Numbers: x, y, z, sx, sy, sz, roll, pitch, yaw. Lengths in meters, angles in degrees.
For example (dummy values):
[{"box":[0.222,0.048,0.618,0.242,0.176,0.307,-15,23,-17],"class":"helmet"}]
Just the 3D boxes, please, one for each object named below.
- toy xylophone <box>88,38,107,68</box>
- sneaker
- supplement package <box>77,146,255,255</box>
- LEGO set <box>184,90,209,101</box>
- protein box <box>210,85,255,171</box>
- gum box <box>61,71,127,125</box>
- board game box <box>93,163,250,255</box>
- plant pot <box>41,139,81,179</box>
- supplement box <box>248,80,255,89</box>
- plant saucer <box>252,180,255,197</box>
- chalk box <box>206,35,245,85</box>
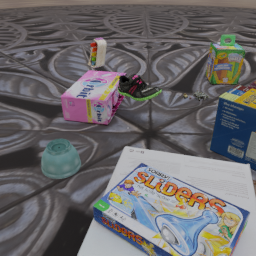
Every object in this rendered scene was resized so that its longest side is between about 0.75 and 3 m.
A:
[{"box":[-1.026,-2.427,9.186,0.259,1.032,0.756,34,31,31],"class":"toy xylophone"},{"box":[0.270,-1.262,8.532,1.643,0.688,0.631,17,37,38],"class":"sneaker"},{"box":[0.746,1.796,4.552,2.297,1.766,2.402,7,32,12],"class":"supplement package"},{"box":[2.727,-1.324,11.140,1.004,0.285,0.652,-6,32,-10],"class":"LEGO set"},{"box":[3.353,-0.006,7.576,1.704,1.716,1.158,26,40,36],"class":"protein box"},{"box":[-1.110,-1.261,10.384,1.597,0.931,2.814,6,32,12],"class":"gum box"},{"box":[0.542,1.138,3.619,1.669,0.288,1.130,21,37,30],"class":"board game box"},{"box":[-1.788,0.724,7.371,1.043,0.699,1.043,0,31,0],"class":"plant pot"},{"box":[5.448,-1.249,10.209,1.427,1.107,2.585,25,39,35],"class":"supplement box"},{"box":[3.028,1.540,6.572,0.834,0.134,0.834,1,32,0],"class":"plant saucer"},{"box":[4.288,-3.068,12.357,1.239,1.991,1.233,1,31,1],"class":"chalk box"}]
